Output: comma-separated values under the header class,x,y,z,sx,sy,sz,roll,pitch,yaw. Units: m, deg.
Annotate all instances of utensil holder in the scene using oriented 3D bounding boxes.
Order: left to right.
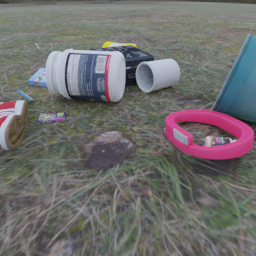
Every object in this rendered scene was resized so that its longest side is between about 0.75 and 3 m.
class,x,y,z,sx,sy,sz,roll,pitch,yaw
utensil holder,1.282,-2.265,11.901,1.483,1.260,1.260,-18,35,-31

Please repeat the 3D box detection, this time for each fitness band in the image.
class,x,y,z,sx,sy,sz,roll,pitch,yaw
fitness band,2.290,0.096,8.250,2.084,0.543,2.902,-8,22,-13

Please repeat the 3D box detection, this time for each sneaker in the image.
class,x,y,z,sx,sy,sz,roll,pitch,yaw
sneaker,-3.988,-0.122,8.414,1.570,0.994,2.792,-1,22,-10

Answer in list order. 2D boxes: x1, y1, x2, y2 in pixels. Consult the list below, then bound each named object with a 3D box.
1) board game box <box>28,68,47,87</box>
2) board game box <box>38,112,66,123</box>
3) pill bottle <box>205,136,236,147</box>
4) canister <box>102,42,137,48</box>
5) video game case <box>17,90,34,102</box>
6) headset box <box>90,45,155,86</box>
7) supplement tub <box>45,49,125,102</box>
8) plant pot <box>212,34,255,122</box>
class,x,y,z,sx,sy,sz,roll,pitch,yaw
board game box,-3.553,-2.270,12.651,1.494,0.273,1.130,9,44,16
board game box,-2.635,-0.369,9.731,0.883,0.143,0.530,-3,26,-5
pill bottle,2.619,0.512,7.810,0.878,0.511,0.511,4,30,5
canister,-0.473,-4.482,16.231,1.784,0.772,1.325,6,31,9
video game case,-3.840,-1.204,10.520,0.601,0.075,0.840,38,-5,-11
headset box,-0.286,-2.906,13.027,2.267,1.208,2.603,-14,33,-24
supplement tub,-1.549,-2.033,10.804,2.722,1.910,1.910,5,30,9
plant pot,4.506,-1.300,9.128,2.539,2.702,2.702,26,36,13
